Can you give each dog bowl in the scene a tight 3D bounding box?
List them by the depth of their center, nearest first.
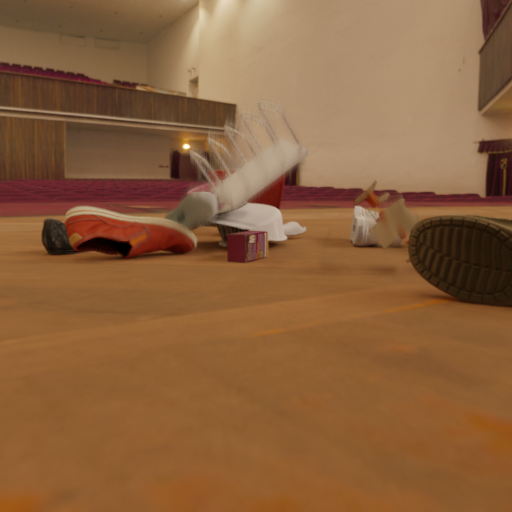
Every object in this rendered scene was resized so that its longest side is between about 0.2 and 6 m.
[{"bbox_3d":[-0.968,-1.376,13.228,1.482,0.546,1.482,-12,17,4],"label":"dog bowl"}]

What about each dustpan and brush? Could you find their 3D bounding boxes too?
[{"bbox_3d":[0.077,-0.744,14.352,2.693,1.104,3.859,13,22,40],"label":"dustpan and brush"}]

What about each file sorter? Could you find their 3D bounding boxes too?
[{"bbox_3d":[-0.195,-2.114,11.459,1.912,1.191,1.327,-37,29,-6],"label":"file sorter"}]

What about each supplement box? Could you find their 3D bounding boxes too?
[{"bbox_3d":[-0.157,-0.194,11.140,0.428,0.552,1.000,3,7,26],"label":"supplement box"}]

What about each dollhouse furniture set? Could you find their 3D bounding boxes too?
[{"bbox_3d":[2.231,-0.496,9.438,0.747,1.449,1.434,-42,-6,4],"label":"dollhouse furniture set"}]

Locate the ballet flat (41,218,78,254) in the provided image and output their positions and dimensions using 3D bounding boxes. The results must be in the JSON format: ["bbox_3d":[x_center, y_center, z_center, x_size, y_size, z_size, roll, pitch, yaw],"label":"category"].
[{"bbox_3d":[-3.861,-0.547,12.969,0.925,0.790,2.782,2,8,17],"label":"ballet flat"}]

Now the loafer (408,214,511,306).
[{"bbox_3d":[3.366,0.120,7.026,2.900,1.103,0.978,17,14,32],"label":"loafer"}]

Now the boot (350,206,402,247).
[{"bbox_3d":[3.072,-0.674,14.305,1.208,0.930,2.528,7,16,5],"label":"boot"}]

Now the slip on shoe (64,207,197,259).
[{"bbox_3d":[-2.497,-0.311,11.406,2.759,0.844,1.022,9,-30,-33],"label":"slip on shoe"}]

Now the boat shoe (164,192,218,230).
[{"bbox_3d":[-1.198,-0.982,11.926,0.846,0.659,1.864,-24,3,-40],"label":"boat shoe"}]

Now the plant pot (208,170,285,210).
[{"bbox_3d":[-0.243,-1.573,16.639,2.169,1.913,2.171,0,8,2],"label":"plant pot"}]
